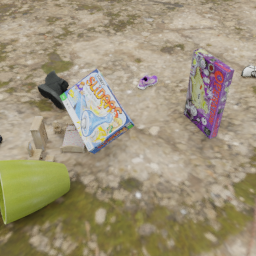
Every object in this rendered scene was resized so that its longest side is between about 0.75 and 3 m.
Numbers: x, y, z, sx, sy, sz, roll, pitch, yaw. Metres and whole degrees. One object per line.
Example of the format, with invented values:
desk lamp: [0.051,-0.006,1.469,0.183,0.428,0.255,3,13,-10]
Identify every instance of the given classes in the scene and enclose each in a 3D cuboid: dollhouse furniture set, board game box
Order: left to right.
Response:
dollhouse furniture set: [-2.156,0.307,9.826,2.256,1.101,1.924,1,42,1]
board game box: [-1.096,-0.608,9.486,1.680,0.428,2.481,-36,64,6]
board game box: [2.812,-1.192,10.149,0.466,2.888,1.734,-23,46,-22]

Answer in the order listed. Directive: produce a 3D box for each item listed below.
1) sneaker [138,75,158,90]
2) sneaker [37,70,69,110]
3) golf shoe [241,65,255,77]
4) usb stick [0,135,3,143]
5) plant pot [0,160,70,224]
sneaker: [0.956,-2.244,13.090,1.178,0.521,0.474,-31,49,-31]
sneaker: [-3.075,-1.728,12.353,1.257,0.724,2.411,-37,50,-28]
golf shoe: [6.184,-2.722,13.600,1.424,0.554,0.673,-16,44,-15]
usb stick: [-5.588,0.945,9.635,0.715,0.421,2.579,23,47,32]
plant pot: [-2.716,1.646,8.130,1.863,1.743,1.743,-8,41,-31]
